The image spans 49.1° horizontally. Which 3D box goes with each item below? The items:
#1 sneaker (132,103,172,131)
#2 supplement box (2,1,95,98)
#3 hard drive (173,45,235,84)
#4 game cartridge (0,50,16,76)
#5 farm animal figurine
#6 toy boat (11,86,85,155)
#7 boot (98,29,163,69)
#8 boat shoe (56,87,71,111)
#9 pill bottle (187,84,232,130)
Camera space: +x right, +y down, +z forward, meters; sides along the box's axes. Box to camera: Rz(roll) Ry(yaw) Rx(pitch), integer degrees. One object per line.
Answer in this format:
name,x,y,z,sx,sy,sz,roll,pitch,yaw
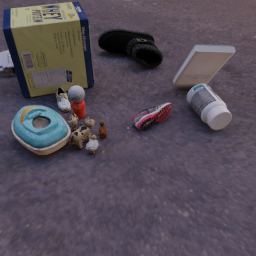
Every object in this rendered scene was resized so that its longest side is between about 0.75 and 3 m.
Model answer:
sneaker,0.918,-0.541,10.246,1.693,0.683,0.632,-27,46,-26
supplement box,-3.110,-3.189,11.416,2.988,2.991,2.008,-12,44,-13
hard drive,2.869,-2.392,10.930,1.534,2.326,0.306,-2,69,-12
game cartridge,-4.723,-3.340,13.461,2.827,0.572,1.885,-14,47,-15
farm animal figurine,-1.518,0.027,9.524,1.522,0.794,1.505,13,44,14
toy boat,-2.601,-0.420,9.649,2.334,1.290,2.776,32,51,31
boot,0.072,-3.826,13.504,3.018,1.136,2.256,-3,43,-4
boat shoe,-2.614,-1.152,11.084,0.484,0.443,1.295,-19,45,-19
pill bottle,2.965,-0.788,10.280,0.981,0.981,1.736,-11,43,-12
